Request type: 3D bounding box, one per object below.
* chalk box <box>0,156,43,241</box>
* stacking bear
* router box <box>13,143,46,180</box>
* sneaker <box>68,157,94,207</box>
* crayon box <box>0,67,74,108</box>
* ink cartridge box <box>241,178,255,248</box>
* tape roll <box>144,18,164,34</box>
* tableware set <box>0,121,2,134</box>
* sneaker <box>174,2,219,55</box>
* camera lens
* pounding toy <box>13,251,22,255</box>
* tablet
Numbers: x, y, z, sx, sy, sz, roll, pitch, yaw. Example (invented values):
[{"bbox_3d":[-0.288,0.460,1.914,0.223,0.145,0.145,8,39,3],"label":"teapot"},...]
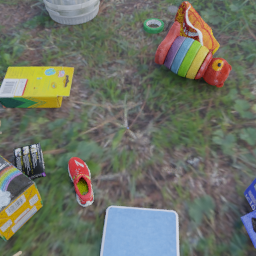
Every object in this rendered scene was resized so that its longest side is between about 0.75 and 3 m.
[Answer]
[{"bbox_3d":[-3.063,1.410,6.393,1.832,1.136,1.144,30,52,22],"label":"chalk box"},{"bbox_3d":[2.193,-2.177,9.135,2.311,1.314,1.403,29,77,9],"label":"stacking bear"},{"bbox_3d":[-2.600,0.902,7.377,0.706,0.242,0.947,-13,56,-11],"label":"router box"},{"bbox_3d":[-1.142,1.233,6.918,0.524,0.577,1.360,-18,57,-15],"label":"sneaker"},{"bbox_3d":[-2.812,-1.304,8.876,2.153,0.547,1.366,0,53,1],"label":"crayon box"},{"bbox_3d":[4.008,1.839,6.141,2.845,1.086,1.941,-10,54,-10],"label":"ink cartridge box"},{"bbox_3d":[1.029,-4.094,11.225,0.805,0.194,0.805,0,53,1],"label":"tape roll"},{"bbox_3d":[-4.416,-0.021,8.071,1.389,0.278,0.918,-20,55,-15],"label":"tableware set"},{"bbox_3d":[2.517,-3.716,10.618,1.122,1.062,2.910,6,53,-24],"label":"sneaker"},{"bbox_3d":[-2.324,-5.902,10.862,2.349,2.936,2.349,0,53,0],"label":"camera lens"},{"bbox_3d":[-2.262,2.833,5.302,0.701,1.221,0.698,-18,68,-29],"label":"pounding toy"},{"bbox_3d":[0.226,2.951,5.878,1.700,0.178,2.612,4,52,3],"label":"tablet"}]
